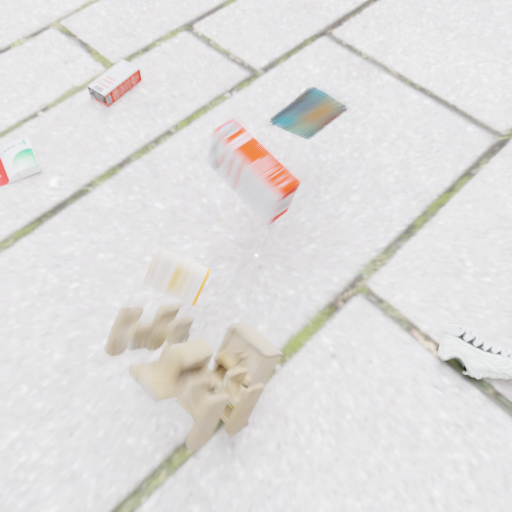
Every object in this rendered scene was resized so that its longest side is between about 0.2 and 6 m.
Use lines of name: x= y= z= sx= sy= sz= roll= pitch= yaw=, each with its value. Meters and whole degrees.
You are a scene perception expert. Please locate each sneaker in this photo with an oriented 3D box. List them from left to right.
sneaker: x=4.038 y=1.873 z=9.719 sx=1.802 sy=0.677 sz=0.730 roll=27 pitch=78 yaw=16

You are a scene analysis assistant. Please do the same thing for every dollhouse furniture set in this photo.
dollhouse furniture set: x=-0.872 y=1.878 z=8.265 sx=2.049 sy=1.451 sz=2.230 roll=36 pitch=21 yaw=33

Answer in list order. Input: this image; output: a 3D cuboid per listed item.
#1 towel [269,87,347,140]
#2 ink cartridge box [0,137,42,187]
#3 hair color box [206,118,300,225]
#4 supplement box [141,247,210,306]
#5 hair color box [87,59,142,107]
towel: x=1.049 y=-2.720 z=10.832 sx=1.067 sy=1.455 sz=0.158 roll=-34 pitch=69 yaw=28
ink cartridge box: x=-5.454 y=-2.043 z=12.328 sx=1.195 sy=0.299 sz=0.962 roll=-24 pitch=60 yaw=-16
hair color box: x=-0.087 y=-1.492 z=9.961 sx=0.550 sy=0.954 sz=1.720 roll=-39 pitch=77 yaw=-27
supplement box: x=-1.317 y=0.331 z=9.214 sx=0.961 sy=0.353 sz=0.606 roll=25 pitch=101 yaw=-9
hair color box: x=-3.435 y=-4.213 z=13.628 sx=0.619 sy=0.373 sz=1.219 roll=33 pitch=63 yaw=18
